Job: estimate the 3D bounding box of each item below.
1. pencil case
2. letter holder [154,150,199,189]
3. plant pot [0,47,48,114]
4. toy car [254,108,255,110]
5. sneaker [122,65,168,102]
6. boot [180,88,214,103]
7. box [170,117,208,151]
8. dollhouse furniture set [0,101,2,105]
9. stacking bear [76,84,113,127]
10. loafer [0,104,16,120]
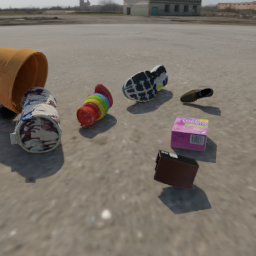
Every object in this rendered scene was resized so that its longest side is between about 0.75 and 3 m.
[{"bbox_3d":[-2.618,-0.343,8.084,1.222,1.063,2.732,6,22,-20],"label":"pencil case"},{"bbox_3d":[0.983,0.887,5.909,0.826,0.587,0.416,15,13,-2],"label":"letter holder"},{"bbox_3d":[-3.690,-1.676,8.886,1.438,2.054,2.054,23,28,6],"label":"plant pot"},{"bbox_3d":[4.512,-0.324,9.002,0.665,0.981,1.999,-38,-8,22],"label":"toy car"},{"bbox_3d":[0.617,-1.734,11.475,1.195,1.163,3.000,-10,13,35],"label":"sneaker"},{"bbox_3d":[2.525,-1.254,10.353,1.258,0.470,0.610,-15,-6,13],"label":"boot"},{"bbox_3d":[1.712,0.136,7.721,0.905,0.497,1.029,8,25,16],"label":"box"},{"bbox_3d":[-5.281,-1.847,10.372,1.322,1.875,1.314,12,27,25],"label":"dollhouse furniture set"},{"bbox_3d":[-1.132,-0.619,9.010,0.878,0.938,1.544,41,36,-6],"label":"stacking bear"},{"bbox_3d":[-4.091,-0.605,9.418,0.540,0.544,1.495,-14,18,5],"label":"loafer"}]
